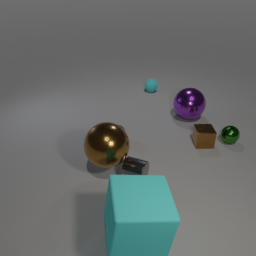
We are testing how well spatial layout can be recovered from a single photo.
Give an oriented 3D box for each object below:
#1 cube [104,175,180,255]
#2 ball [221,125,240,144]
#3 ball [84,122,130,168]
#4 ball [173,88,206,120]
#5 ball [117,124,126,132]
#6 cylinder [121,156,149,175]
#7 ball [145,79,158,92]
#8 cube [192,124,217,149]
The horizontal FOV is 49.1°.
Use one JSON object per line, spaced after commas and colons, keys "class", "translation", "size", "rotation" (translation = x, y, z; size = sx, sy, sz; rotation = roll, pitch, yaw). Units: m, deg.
{"class": "cube", "translation": [0.232, 2.079, 6.574], "size": [1.400, 1.400, 1.400], "rotation": [3, 32, -11]}
{"class": "ball", "translation": [3.922, 0.246, 10.753], "size": [0.700, 0.700, 0.700], "rotation": [0, 30, 0]}
{"class": "ball", "translation": [-0.648, 0.519, 8.547], "size": [1.400, 1.400, 1.400], "rotation": [0, 30, 0]}
{"class": "ball", "translation": [2.700, -1.069, 12.301], "size": [1.400, 1.400, 1.400], "rotation": [0, 30, 0]}
{"class": "ball", "translation": [-0.429, 0.212, 10.820], "size": [0.700, 0.700, 0.700], "rotation": [0, 30, 0]}
{"class": "cylinder", "translation": [0.237, 1.311, 8.928], "size": [0.700, 0.700, 0.700], "rotation": [13, 33, 21]}
{"class": "ball", "translation": [1.253, -2.293, 15.088], "size": [0.700, 0.700, 0.700], "rotation": [0, 30, 0]}
{"class": "cube", "translation": [2.881, 0.311, 10.649], "size": [0.700, 0.700, 0.700], "rotation": [-1, 30, -2]}
